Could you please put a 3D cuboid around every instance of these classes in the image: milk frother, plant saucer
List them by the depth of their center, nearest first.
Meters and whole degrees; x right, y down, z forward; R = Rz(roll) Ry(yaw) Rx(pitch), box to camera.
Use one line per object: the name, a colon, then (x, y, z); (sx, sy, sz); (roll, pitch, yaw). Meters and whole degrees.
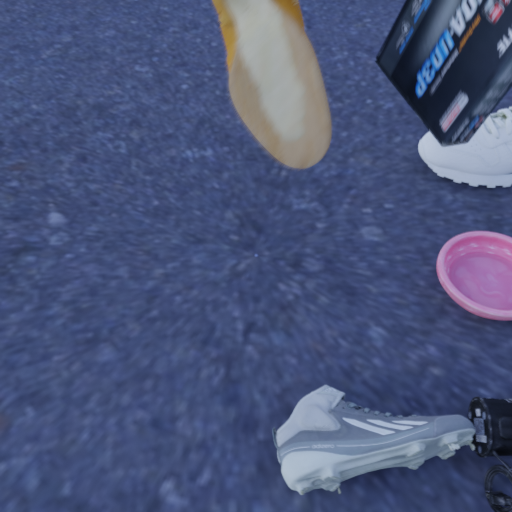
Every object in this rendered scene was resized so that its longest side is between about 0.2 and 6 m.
milk frother: (2.903, 2.094, 5.911); (1.031, 0.989, 1.096); (1, 92, 1)
plant saucer: (3.188, 0.306, 7.619); (1.479, 0.375, 1.479); (1, 49, -1)

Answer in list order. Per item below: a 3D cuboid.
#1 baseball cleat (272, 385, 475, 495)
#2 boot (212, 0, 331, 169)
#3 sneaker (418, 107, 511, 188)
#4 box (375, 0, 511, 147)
baseball cleat: (1.233, 1.819, 6.053); (2.114, 0.737, 1.125); (-10, 50, -10)
boot: (0.275, -2.493, 6.534); (1.013, 2.879, 2.061); (-25, 7, 26)
sneaker: (4.354, -1.945, 8.949); (3.408, 1.372, 1.302); (-1, 51, 1)
box: (2.510, -2.722, 6.763); (0.506, 2.198, 1.747); (-13, 61, -28)
